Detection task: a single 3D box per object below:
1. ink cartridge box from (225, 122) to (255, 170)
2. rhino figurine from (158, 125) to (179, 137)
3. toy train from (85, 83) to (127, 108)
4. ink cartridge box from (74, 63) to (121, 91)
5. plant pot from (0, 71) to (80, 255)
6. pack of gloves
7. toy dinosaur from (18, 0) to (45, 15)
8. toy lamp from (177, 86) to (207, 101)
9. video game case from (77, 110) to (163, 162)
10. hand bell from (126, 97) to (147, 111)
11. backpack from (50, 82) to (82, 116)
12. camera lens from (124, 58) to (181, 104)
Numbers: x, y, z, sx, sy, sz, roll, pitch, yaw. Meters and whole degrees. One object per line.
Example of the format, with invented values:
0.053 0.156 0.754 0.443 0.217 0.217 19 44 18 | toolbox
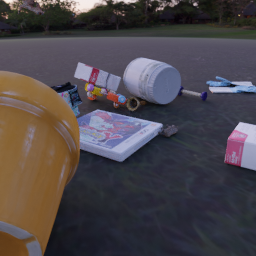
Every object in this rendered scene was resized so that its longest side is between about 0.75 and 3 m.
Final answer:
3.714 0.572 7.408 1.880 0.778 1.377 14 26 30 | ink cartridge box
1.417 0.071 9.304 0.395 0.270 0.904 27 32 33 | rhino figurine
-1.031 -1.377 12.406 1.898 0.703 2.526 18 8 -19 | toy train
-1.373 -2.302 12.745 1.684 0.698 1.236 13 10 -44 | ink cartridge box
-2.189 0.893 4.565 2.789 2.789 2.553 -3 38 -8 | plant pot
5.581 -2.370 14.926 2.573 0.508 2.162 1 21 3 | pack of gloves
-3.019 -3.917 8.589 0.743 1.096 0.470 -12 1 -30 | toy dinosaur
2.903 -1.671 13.272 1.656 0.482 0.482 18 28 38 | toy lamp
-0.681 0.098 9.161 2.829 0.325 2.578 13 26 30 | video game case
0.463 -1.055 11.931 0.582 0.582 1.117 15 15 31 | hand bell
-2.633 -0.784 9.791 1.619 1.373 1.824 -8 11 19 | backpack
1.026 -2.143 12.664 1.803 1.803 2.254 -15 28 -32 | camera lens
